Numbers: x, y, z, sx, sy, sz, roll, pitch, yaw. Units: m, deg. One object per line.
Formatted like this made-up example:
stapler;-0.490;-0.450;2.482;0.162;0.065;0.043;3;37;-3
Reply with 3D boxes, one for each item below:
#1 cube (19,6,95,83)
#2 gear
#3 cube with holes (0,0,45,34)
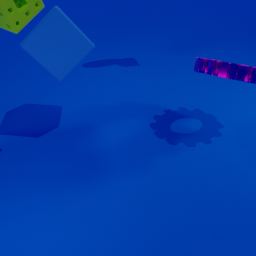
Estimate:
cube;-1.846;-2.221;7.402;1.315;1.315;1.315;-44;24;6
gear;2.863;-1.533;7.595;2.058;0.381;2.058;10;15;-3
cube with holes;-2.187;-2.360;4.992;0.808;0.808;0.808;25;67;21
